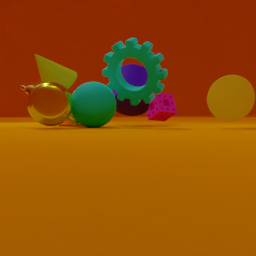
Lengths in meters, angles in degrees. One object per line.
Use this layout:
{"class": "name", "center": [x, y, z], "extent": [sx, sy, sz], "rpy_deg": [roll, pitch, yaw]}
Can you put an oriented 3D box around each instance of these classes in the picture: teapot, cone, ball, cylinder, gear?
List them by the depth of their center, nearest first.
{"class": "teapot", "center": [-2.199, -0.667, 7.788], "extent": [1.952, 1.214, 0.956], "rpy_deg": [36, -13, -7]}
{"class": "cone", "center": [3.064, -0.796, 7.944], "extent": [1.240, 1.240, 1.245], "rpy_deg": [2, 2, 35]}
{"class": "ball", "center": [-1.023, -0.679, 8.296], "extent": [1.364, 1.364, 1.364], "rpy_deg": [0, 2, 0]}
{"class": "gear", "center": [0.177, -1.656, 8.412], "extent": [1.950, 1.950, 0.361], "rpy_deg": [1, 29, 26]}
{"class": "cone", "center": [-2.688, -1.964, 9.498], "extent": [1.369, 1.369, 1.374], "rpy_deg": [2, -39, 42]}
{"class": "cylinder", "center": [-1.913, -0.693, 10.067], "extent": [1.212, 1.212, 1.212], "rpy_deg": [0, 2, 0]}
{"class": "cylinder", "center": [0.134, -1.369, 10.262], "extent": [1.384, 1.384, 1.384], "rpy_deg": [5, -30, 3]}

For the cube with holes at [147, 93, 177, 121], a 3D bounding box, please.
{"class": "cube with holes", "center": [1.363, -0.871, 11.744], "extent": [0.870, 0.870, 0.870], "rpy_deg": [3, -24, -29]}
